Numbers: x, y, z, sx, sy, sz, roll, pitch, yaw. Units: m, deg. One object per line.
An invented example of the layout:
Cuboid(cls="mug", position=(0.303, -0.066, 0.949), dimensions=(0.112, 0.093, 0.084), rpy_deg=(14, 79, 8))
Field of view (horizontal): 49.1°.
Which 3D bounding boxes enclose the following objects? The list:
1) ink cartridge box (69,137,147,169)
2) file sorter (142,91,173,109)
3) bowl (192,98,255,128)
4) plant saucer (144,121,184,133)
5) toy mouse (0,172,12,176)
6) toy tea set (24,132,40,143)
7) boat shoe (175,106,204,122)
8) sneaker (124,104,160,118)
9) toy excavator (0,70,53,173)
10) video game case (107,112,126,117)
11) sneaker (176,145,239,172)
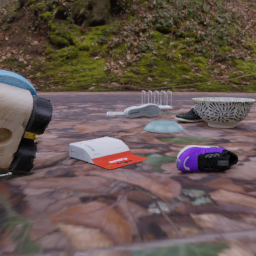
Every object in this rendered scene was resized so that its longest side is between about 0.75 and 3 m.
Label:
Cuboid(cls="ink cartridge box", position=(-0.473, 0.535, 6.502), dimensions=(1.197, 0.420, 1.473), rpy_deg=(-9, 9, -44))
Cuboid(cls="file sorter", position=(1.874, -1.848, 18.405), dimensions=(1.877, 1.169, 1.303), rpy_deg=(0, 10, -6))
Cuboid(cls="bowl", position=(3.706, -0.606, 11.049), dimensions=(2.337, 1.097, 2.337), rpy_deg=(1, 10, 0))
Cuboid(cls="plant saucer", position=(1.334, -0.084, 10.422), dimensions=(1.509, 0.291, 1.509), rpy_deg=(-1, 10, 0))
Cuboid(cls="toy mouse", position=(-2.867, 0.897, 4.400), dimensions=(1.492, 0.289, 1.326), rpy_deg=(5, 9, 30))
Cuboid(cls="toy tea set", position=(-3.944, -0.036, 7.746), dimensions=(2.818, 1.043, 1.676), rpy_deg=(2, 10, 11))
Cuboid(cls="boat shoe", position=(2.983, -0.671, 12.560), dimensions=(2.286, 0.773, 0.821), rpy_deg=(-8, 14, -34))
Cuboid(cls="sneaker", position=(0.679, -0.892, 13.978), dimensions=(1.906, 0.696, 0.675), rpy_deg=(-5, 17, -24))
Cuboid(cls="toy excavator", position=(-2.904, -0.113, 5.851), dimensions=(1.407, 2.738, 2.816), rpy_deg=(14, 23, -36))
Cuboid(cls="video game case", position=(-0.304, -0.737, 14.778), dimensions=(1.619, 0.146, 1.159), rpy_deg=(0, 9, -3))
Cuboid(cls="sneaker", position=(1.619, 0.619, 5.504), dimensions=(1.405, 0.489, 0.699), rpy_deg=(-5, 12, -32))
